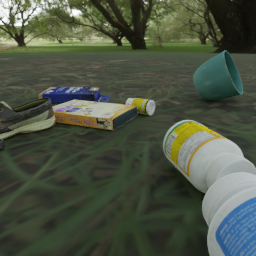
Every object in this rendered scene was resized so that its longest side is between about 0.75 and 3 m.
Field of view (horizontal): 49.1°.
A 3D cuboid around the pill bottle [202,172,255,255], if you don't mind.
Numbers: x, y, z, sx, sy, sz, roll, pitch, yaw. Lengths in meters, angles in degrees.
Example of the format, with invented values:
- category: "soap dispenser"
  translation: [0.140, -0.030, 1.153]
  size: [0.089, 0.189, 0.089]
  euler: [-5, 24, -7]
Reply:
- category: "pill bottle"
  translation: [1.276, 1.110, 2.219]
  size: [1.058, 1.058, 1.885]
  euler: [-2, 19, -5]

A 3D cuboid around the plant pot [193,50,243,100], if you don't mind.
- category: "plant pot"
  translation: [3.259, -1.800, 10.373]
  size: [1.348, 1.680, 1.680]
  euler: [-20, 5, 34]

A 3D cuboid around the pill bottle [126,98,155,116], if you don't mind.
- category: "pill bottle"
  translation: [0.372, -0.674, 8.668]
  size: [0.838, 0.479, 0.479]
  euler: [12, 22, 32]

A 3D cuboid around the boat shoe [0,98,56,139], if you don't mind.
- category: "boat shoe"
  translation: [-2.956, -0.233, 6.714]
  size: [2.548, 0.838, 0.911]
  euler: [-16, 24, -41]

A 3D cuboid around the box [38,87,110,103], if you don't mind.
- category: "box"
  translation: [-1.963, -1.267, 10.680]
  size: [2.464, 0.399, 1.492]
  euler: [2, 18, 1]

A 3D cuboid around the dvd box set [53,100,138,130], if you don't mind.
- category: "dvd box set"
  translation: [-1.073, -0.440, 8.182]
  size: [2.286, 0.336, 1.672]
  euler: [7, 19, 22]

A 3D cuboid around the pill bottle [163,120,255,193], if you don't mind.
- category: "pill bottle"
  translation: [1.233, 0.485, 4.423]
  size: [0.884, 0.884, 1.568]
  euler: [-5, 18, -14]

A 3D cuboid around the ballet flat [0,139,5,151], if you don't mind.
- category: "ballet flat"
  translation: [-2.985, 0.397, 5.745]
  size: [0.852, 0.242, 0.283]
  euler: [-10, 20, -28]
